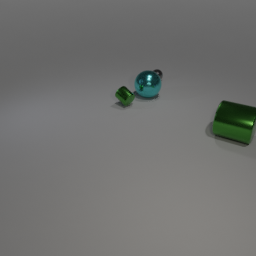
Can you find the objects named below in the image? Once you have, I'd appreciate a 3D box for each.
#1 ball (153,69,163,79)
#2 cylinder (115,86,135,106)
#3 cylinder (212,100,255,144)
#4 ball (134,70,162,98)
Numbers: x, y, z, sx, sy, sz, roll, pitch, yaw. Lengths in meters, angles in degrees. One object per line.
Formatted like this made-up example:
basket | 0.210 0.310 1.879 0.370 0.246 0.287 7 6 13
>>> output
ball | 1.715 -3.125 16.586 0.700 0.700 0.700 0 29 0
cylinder | -0.144 -1.536 13.427 0.700 0.700 0.700 -27 64 -39
cylinder | 4.149 -0.242 10.730 1.400 1.400 1.400 17 34 28
ball | 1.015 -2.238 14.321 1.400 1.400 1.400 0 29 0
